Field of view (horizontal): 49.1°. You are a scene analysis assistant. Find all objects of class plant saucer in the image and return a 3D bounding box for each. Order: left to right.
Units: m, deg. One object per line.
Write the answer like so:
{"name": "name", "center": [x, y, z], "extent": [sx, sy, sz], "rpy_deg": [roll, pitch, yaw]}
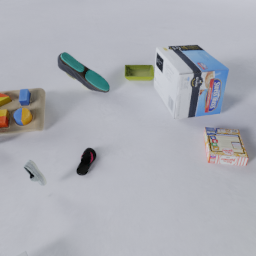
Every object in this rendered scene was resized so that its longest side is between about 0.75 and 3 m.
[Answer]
{"name": "plant saucer", "center": [0.498, -2.370, 12.199], "extent": [1.300, 0.311, 1.298], "rpy_deg": [0, 35, 1]}

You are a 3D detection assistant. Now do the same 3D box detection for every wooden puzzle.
{"name": "wooden puzzle", "center": [-3.688, -0.631, 9.008], "extent": [1.913, 0.443, 1.772], "rpy_deg": [-3, 55, -8]}

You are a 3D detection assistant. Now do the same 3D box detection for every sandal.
{"name": "sandal", "center": [-1.107, 0.840, 7.514], "extent": [0.394, 0.237, 1.050], "rpy_deg": [5, 34, 7]}

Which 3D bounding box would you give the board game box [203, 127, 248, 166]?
{"name": "board game box", "center": [2.733, 0.488, 7.966], "extent": [1.016, 0.311, 1.341], "rpy_deg": [5, 34, 7]}

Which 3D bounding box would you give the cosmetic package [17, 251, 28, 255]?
{"name": "cosmetic package", "center": [-1.889, 2.782, 4.559], "extent": [0.938, 0.321, 1.244], "rpy_deg": [-20, 39, -30]}

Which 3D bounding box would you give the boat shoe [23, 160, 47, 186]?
{"name": "boat shoe", "center": [-2.166, 1.089, 6.457], "extent": [0.268, 0.769, 0.274], "rpy_deg": [0, 36, 36]}

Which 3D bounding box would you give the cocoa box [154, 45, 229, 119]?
{"name": "cocoa box", "center": [2.109, -1.743, 9.987], "extent": [1.698, 1.725, 2.587], "rpy_deg": [-6, 35, -9]}

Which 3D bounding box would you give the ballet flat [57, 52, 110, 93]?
{"name": "ballet flat", "center": [-1.790, -2.043, 11.022], "extent": [2.324, 0.849, 0.849], "rpy_deg": [35, 32, -14]}
